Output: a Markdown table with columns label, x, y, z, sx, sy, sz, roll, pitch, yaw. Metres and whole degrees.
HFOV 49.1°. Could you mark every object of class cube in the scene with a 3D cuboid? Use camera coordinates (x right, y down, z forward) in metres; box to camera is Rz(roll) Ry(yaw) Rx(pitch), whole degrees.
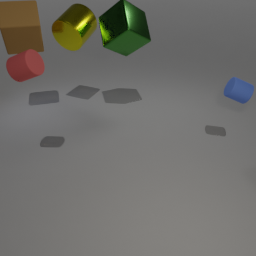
| label | x | y | z | sx | sy | sz | roll | pitch | yaw |
| --- | --- | --- | --- | --- | --- | --- | --- | --- | --- |
| cube | -0.137 | -3.949 | 11.198 | 1.400 | 1.400 | 1.400 | -22 | -19 | 38 |
| cube | -4.127 | -3.897 | 10.884 | 1.400 | 1.400 | 1.400 | -9 | 63 | -15 |

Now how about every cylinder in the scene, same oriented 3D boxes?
| label | x | y | z | sx | sy | sz | roll | pitch | yaw |
| --- | --- | --- | --- | --- | --- | --- | --- | --- | --- |
| cylinder | -2.719 | -1.649 | 7.448 | 0.700 | 0.700 | 0.700 | -13 | 24 | 23 |
| cylinder | -2.205 | -4.182 | 11.646 | 1.400 | 1.400 | 1.400 | 13 | 54 | 22 |
| cylinder | 3.711 | -1.262 | 9.405 | 0.700 | 0.700 | 0.700 | 22 | 29 | -7 |
